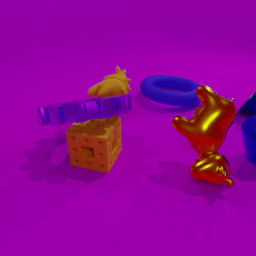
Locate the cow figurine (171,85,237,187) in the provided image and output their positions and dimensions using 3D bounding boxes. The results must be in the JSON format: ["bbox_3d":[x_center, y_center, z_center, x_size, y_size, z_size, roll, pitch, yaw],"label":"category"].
[{"bbox_3d":[1.615,0.198,5.327,1.615,1.641,0.901,40,10,17],"label":"cow figurine"}]

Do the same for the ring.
[{"bbox_3d":[1.373,-1.217,8.809,2.016,0.403,2.016,4,28,-2],"label":"ring"}]

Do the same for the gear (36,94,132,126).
[{"bbox_3d":[-0.934,-0.420,6.120,1.999,0.370,1.999,-8,8,1],"label":"gear"}]

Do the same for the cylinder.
[{"bbox_3d":[2.816,0.239,5.811,0.797,0.797,0.797,-17,29,9],"label":"cylinder"}]

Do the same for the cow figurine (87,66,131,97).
[{"bbox_3d":[-0.373,-1.161,8.073,1.539,0.859,1.564,-37,22,-19],"label":"cow figurine"}]

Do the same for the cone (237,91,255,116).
[{"bbox_3d":[3.778,-0.484,7.605,1.097,1.093,1.093,44,46,15],"label":"cone"}]

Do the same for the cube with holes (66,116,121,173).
[{"bbox_3d":[-0.687,0.284,5.937,0.856,0.856,0.856,9,33,15],"label":"cube with holes"}]
